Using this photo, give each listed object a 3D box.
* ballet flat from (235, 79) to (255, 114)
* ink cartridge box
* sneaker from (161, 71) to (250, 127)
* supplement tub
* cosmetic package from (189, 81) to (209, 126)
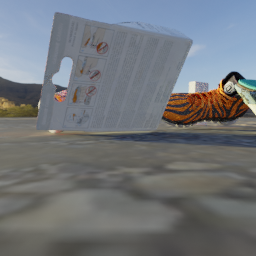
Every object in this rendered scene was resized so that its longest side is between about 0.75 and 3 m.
[{"bbox_3d":[2.748,-0.385,5.014,0.900,0.900,2.424,-1,14,-13],"label":"ballet flat"},{"bbox_3d":[-0.284,-0.910,5.143,2.587,2.071,0.612,0,35,-30],"label":"ink cartridge box"},{"bbox_3d":[2.072,-0.814,7.195,2.736,1.061,1.533,-3,-28,-20],"label":"sneaker"},{"bbox_3d":[-1.158,-0.392,5.601,0.748,0.748,1.035,3,22,46],"label":"supplement tub"},{"bbox_3d":[2.401,-0.829,9.617,0.607,1.470,0.372,2,1,-25],"label":"cosmetic package"}]
